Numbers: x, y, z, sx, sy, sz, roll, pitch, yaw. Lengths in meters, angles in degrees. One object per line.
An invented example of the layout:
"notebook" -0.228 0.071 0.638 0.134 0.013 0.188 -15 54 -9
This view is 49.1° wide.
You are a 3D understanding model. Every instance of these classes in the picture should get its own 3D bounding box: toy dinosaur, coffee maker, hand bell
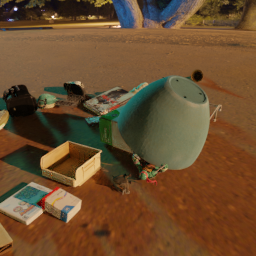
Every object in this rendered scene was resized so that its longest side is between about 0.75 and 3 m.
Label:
"toy dinosaur" -0.198 1.379 7.439 0.453 0.341 0.886 -14 30 -41
"coffee maker" -4.587 -1.189 12.325 1.584 1.111 1.649 8 20 -31
"hand bell" 4.402 -3.206 17.204 0.747 0.747 1.435 12 14 24

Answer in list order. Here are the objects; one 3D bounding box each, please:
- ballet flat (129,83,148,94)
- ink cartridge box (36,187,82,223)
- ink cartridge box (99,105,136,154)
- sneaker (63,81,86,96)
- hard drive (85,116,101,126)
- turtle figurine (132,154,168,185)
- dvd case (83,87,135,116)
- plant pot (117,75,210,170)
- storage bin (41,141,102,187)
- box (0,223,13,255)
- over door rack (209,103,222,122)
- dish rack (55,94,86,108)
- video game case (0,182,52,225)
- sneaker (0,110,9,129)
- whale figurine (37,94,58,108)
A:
"ballet flat" 1.142 -1.767 13.449 2.994 1.040 1.040 -3 25 -6
"ink cartridge box" -1.617 1.729 6.517 0.921 0.310 0.535 23 32 18
"ink cartridge box" 0.502 0.073 9.436 2.410 1.001 1.767 18 30 34
"sneaker" -2.573 -2.124 14.556 0.817 0.684 1.845 -21 33 -34
"hard drive" -1.251 -0.285 11.200 0.853 0.161 0.596 -9 26 -21
"turtle figurine" 0.578 1.066 7.695 1.044 0.702 1.395 19 16 17
"dvd case" -0.834 -1.253 12.744 1.993 0.219 1.455 -30 38 -26
"plant pot" 1.304 -0.435 8.284 2.758 1.858 2.758 18 39 -15
"storage bin" -1.599 1.000 7.955 1.247 0.584 1.238 14 28 26
"box" -3.903 2.188 5.771 2.109 0.274 2.580 -21 31 -38
"over door rack" 2.869 -0.502 11.349 1.238 0.558 1.675 17 44 37
"dish rack" -2.686 -1.221 13.044 1.030 0.366 1.342 8 28 20
"video game case" -2.381 1.785 6.792 1.032 0.134 1.134 13 28 27
"sneaker" -5.572 -0.319 9.965 1.103 1.271 2.869 16 29 30
"whale figurine" -3.715 -1.346 12.942 0.969 0.632 1.218 1 25 2
